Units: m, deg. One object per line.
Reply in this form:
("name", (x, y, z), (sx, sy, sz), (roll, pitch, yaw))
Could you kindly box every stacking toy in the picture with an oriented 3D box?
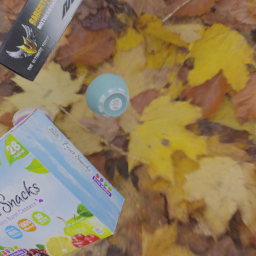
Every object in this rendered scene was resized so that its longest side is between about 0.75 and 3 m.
("stacking toy", (-1.746, 0.534, 5.492), (0.820, 0.820, 1.921), (-17, 61, -5))

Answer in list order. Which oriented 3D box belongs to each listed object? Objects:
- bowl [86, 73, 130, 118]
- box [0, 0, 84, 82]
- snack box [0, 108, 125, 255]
("bowl", (-0.319, -0.537, 5.267), (0.871, 0.871, 0.455), (-29, 38, -8))
("box", (-1.245, -2.428, 5.241), (0.701, 2.296, 2.899), (32, 101, -22))
("snack box", (-1.519, 1.086, 4.266), (2.257, 0.764, 1.903), (-32, 107, 27))
